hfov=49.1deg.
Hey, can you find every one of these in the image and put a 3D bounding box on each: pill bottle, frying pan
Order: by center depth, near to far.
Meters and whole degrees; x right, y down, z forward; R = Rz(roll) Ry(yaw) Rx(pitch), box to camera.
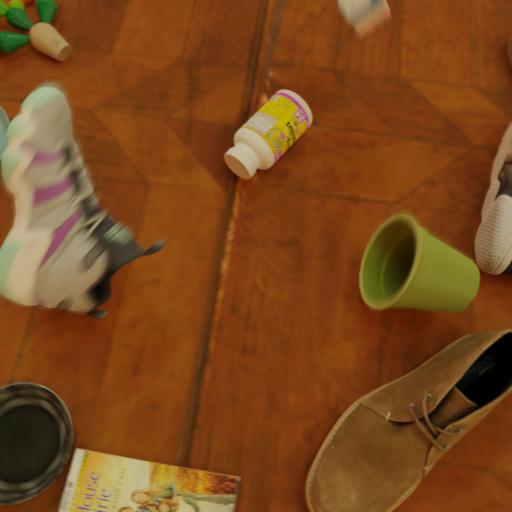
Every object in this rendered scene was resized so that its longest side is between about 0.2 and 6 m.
[{"bbox_3d":[-3.720,2.661,7.533,2.571,0.418,1.555,-16,68,-5],"label":"frying pan"},{"bbox_3d":[0.177,-1.971,9.236,0.794,0.794,1.523,38,73,14],"label":"pill bottle"}]

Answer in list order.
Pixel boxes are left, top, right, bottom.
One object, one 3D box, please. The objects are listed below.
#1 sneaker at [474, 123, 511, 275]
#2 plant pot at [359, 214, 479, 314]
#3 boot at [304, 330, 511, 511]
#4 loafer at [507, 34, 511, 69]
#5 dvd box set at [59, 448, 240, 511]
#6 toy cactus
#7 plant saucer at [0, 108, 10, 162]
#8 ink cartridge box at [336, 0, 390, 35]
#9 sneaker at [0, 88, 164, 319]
[{"bbox_3d":[4.666,-1.008,8.644,1.865,1.236,3.277,19,75,7],"label":"sneaker"},{"bbox_3d":[2.363,0.255,7.851,1.283,1.351,1.351,18,67,-18],"label":"plant pot"},{"bbox_3d":[2.087,2.131,7.250,3.608,1.362,1.328,-38,74,-13],"label":"boot"},{"bbox_3d":[5.178,-3.178,9.725,0.895,0.794,2.353,-14,68,-6],"label":"loafer"},{"bbox_3d":[-1.435,3.503,7.219,2.233,0.328,1.634,9,67,4],"label":"dvd box set"},{"bbox_3d":[-4.150,-4.281,10.171,1.795,1.112,2.175,37,63,4],"label":"toy cactus"},{"bbox_3d":[-5.077,-1.906,9.498,1.888,0.259,1.888,0,68,0],"label":"plant saucer"},{"bbox_3d":[1.415,-3.779,8.028,0.542,1.612,0.937,-34,89,21],"label":"ink cartridge box"},{"bbox_3d":[-2.146,-0.543,7.267,2.030,1.128,2.901,15,112,6],"label":"sneaker"}]
